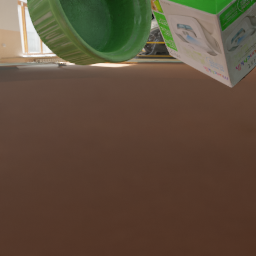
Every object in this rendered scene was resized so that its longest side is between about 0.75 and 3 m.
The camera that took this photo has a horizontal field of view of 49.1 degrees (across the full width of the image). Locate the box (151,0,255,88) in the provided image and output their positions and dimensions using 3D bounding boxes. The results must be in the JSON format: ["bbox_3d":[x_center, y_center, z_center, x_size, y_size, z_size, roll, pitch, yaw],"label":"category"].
[{"bbox_3d":[2.186,-2.931,8.003,1.377,2.513,2.848,-41,48,-5],"label":"box"}]

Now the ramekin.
[{"bbox_3d":[-0.739,-2.386,5.477,1.174,2.404,2.404,-2,10,45],"label":"ramekin"}]

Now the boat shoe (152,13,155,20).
[{"bbox_3d":[1.064,-5.214,11.725,0.496,1.326,0.410,9,5,-29],"label":"boat shoe"}]
